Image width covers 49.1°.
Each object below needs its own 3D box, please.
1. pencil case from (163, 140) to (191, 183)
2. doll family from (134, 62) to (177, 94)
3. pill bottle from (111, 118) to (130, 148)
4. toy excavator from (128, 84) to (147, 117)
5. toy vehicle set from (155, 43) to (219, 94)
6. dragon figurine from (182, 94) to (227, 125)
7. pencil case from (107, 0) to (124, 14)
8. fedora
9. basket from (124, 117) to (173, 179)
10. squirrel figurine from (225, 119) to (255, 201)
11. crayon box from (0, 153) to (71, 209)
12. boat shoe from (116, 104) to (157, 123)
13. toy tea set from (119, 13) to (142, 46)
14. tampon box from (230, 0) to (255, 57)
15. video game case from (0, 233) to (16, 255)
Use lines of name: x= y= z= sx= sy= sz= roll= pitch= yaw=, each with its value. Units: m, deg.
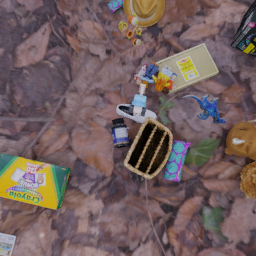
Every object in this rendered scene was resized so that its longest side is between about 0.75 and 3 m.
pencil case: x=1.746 y=1.182 z=9.990 sx=0.628 sy=0.682 sz=1.475 roll=22 pitch=80 yaw=-30
doll family: x=0.957 y=-1.865 z=10.347 sx=1.696 sy=0.764 sz=1.053 roll=22 pitch=75 yaw=18
pill bottle: x=-0.293 y=0.183 z=10.236 sx=0.573 sy=0.573 sz=1.025 roll=-9 pitch=79 yaw=-2
toy excavator: x=0.386 y=-0.896 z=8.652 sx=0.514 sy=1.000 sz=1.028 roll=14 pitch=91 yaw=2
toy vehicle set: x=2.261 y=-2.293 z=10.816 sx=2.092 sy=0.277 sz=1.300 roll=-22 pitch=81 yaw=-4
dragon figurine: x=2.574 y=-0.580 z=9.131 sx=1.772 sy=0.521 sz=0.881 roll=10 pitch=75 yaw=-35
pencil case: x=-0.365 y=-4.983 z=11.237 sx=0.916 sy=0.390 sz=0.423 roll=-32 pitch=67 yaw=-5
fedora: x=0.664 y=-4.880 z=10.835 sx=1.787 sy=0.729 sz=1.787 roll=-1 pitch=98 yaw=-5
basket: x=0.795 y=0.779 z=9.709 sx=1.347 sy=1.406 sz=1.887 roll=27 pitch=80 yaw=5
squirrel figurine: x=4.666 y=1.029 z=9.429 sx=2.713 sy=2.057 sz=2.907 roll=12 pitch=77 yaw=9
crayon box: x=-3.398 y=1.859 z=9.859 sx=2.436 sy=0.710 sz=1.447 roll=12 pitch=80 yaw=2
boat shoe: x=0.311 y=-0.533 z=10.392 sx=1.543 sy=0.504 sz=0.568 roll=10 pitch=80 yaw=2
toy tea set: x=0.206 y=-3.135 z=9.063 sx=0.647 sy=1.089 sz=0.403 roll=-47 pitch=50 yaw=0
tampon box: x=5.483 y=-3.518 z=10.204 sx=2.514 sy=1.884 sz=1.587 roll=26 pitch=81 yaw=4
video game case: x=-4.372 y=4.065 z=9.800 sx=0.761 sy=0.087 sz=0.692 roll=11 pitch=80 yaw=1
